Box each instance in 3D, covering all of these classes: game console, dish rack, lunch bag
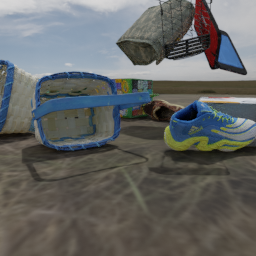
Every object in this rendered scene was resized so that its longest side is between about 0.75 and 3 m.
[{"bbox_3d":[3.242,-3.221,9.630,1.434,2.416,2.082,-11,-34,2],"label":"game console"},{"bbox_3d":[1.340,-2.537,6.648,1.363,1.778,0.485,-14,37,-3],"label":"dish rack"},{"bbox_3d":[1.053,-3.297,9.828,1.461,2.039,2.486,45,-9,-25],"label":"lunch bag"}]

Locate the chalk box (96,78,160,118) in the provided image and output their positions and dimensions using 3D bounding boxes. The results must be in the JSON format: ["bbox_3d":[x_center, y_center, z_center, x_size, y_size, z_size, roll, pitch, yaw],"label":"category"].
[{"bbox_3d":[0.060,-1.391,12.960,2.816,1.744,1.752,8,10,37],"label":"chalk box"}]

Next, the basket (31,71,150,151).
[{"bbox_3d":[-1.055,-0.401,6.193,2.213,1.745,2.509,-7,2,-37],"label":"basket"}]

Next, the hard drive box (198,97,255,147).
[{"bbox_3d":[2.964,-0.264,7.679,2.109,1.039,2.706,3,9,15],"label":"hard drive box"}]

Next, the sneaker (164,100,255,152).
[{"bbox_3d":[1.794,-0.053,5.830,2.062,1.083,0.781,-9,50,-2],"label":"sneaker"}]

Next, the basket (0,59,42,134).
[{"bbox_3d":[-3.817,-0.841,7.797,1.824,2.312,2.622,7,-8,40],"label":"basket"}]

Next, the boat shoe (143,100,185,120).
[{"bbox_3d":[1.327,-0.697,11.527,0.820,0.822,2.279,-5,16,-39],"label":"boat shoe"}]
